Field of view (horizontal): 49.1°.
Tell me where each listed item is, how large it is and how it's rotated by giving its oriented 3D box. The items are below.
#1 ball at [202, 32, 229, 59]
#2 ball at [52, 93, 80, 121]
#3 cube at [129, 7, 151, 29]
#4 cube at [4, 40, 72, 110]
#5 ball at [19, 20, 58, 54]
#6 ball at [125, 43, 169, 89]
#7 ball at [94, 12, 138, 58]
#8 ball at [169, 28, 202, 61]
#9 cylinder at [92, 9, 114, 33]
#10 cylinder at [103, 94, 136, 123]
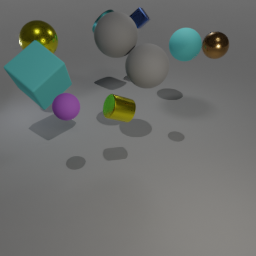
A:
[{"bbox_3d":[2.316,-2.185,7.419,0.700,0.700,0.700,0,30,0],"label":"ball"},{"bbox_3d":[-1.569,-0.539,7.117,0.700,0.700,0.700,0,30,0],"label":"ball"},{"bbox_3d":[0.562,-5.292,13.514,0.700,0.700,0.700,-35,8,23],"label":"cube"},{"bbox_3d":[-2.986,-1.762,9.505,1.400,1.400,1.400,39,74,13],"label":"cube"},{"bbox_3d":[-3.319,-3.279,10.451,1.400,1.400,1.400,0,30,0],"label":"ball"},{"bbox_3d":[0.611,-1.963,8.922,1.400,1.400,1.400,0,30,0],"label":"ball"},{"bbox_3d":[-0.382,-2.957,8.935,1.400,1.400,1.400,0,30,0],"label":"ball"},{"bbox_3d":[2.486,-3.617,12.184,1.400,1.400,1.400,0,30,0],"label":"ball"},{"bbox_3d":[-0.739,-4.600,13.321,1.400,1.400,1.400,47,43,4],"label":"cylinder"},{"bbox_3d":[-0.250,-0.556,7.977,0.700,0.700,0.700,12,22,-33],"label":"cylinder"}]
